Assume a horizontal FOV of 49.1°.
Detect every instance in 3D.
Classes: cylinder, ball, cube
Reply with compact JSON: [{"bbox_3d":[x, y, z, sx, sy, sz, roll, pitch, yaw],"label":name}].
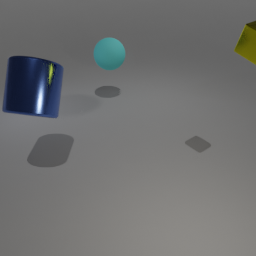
[{"bbox_3d":[-2.468,-1.020,7.339,1.400,1.400,1.400,6,0,0],"label":"cylinder"},{"bbox_3d":[-0.818,-3.265,12.389,1.400,1.400,1.400,0,31,0],"label":"ball"},{"bbox_3d":[3.018,-1.971,6.399,0.700,0.700,0.700,-26,56,-29],"label":"cube"}]
